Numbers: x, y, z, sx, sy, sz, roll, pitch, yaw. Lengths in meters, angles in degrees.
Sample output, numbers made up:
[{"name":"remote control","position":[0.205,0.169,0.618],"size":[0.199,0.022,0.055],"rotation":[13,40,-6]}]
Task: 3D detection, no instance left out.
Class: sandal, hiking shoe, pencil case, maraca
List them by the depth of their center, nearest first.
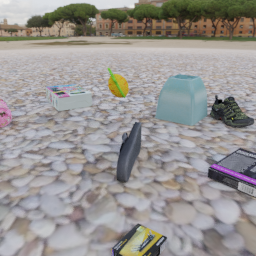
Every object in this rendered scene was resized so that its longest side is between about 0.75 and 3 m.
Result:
[{"name":"sandal","position":[-0.023,0.531,8.214],"size":[0.585,1.039,2.733],"rotation":[6,21,11]},{"name":"maraca","position":[-0.402,-1.609,10.092],"size":[0.712,1.330,0.912],"rotation":[-31,50,3]},{"name":"hiking shoe","position":[4.244,-0.723,11.539],"size":[0.800,1.064,2.114],"rotation":[-12,24,-29]},{"name":"pencil case","position":[-5.488,-0.704,11.782],"size":[0.891,0.931,2.153],"rotation":[21,7,-34]}]

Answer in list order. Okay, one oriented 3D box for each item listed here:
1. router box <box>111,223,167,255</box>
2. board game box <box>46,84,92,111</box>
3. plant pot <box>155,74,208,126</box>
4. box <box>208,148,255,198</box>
[{"name":"router box","position":[0.216,2.152,5.053],"size":[0.669,0.222,0.850],"rotation":[14,25,33]},{"name":"board game box","position":[-3.093,-1.623,14.433],"size":[1.730,0.754,2.345],"rotation":[-11,22,-28]},{"name":"plant pot","position":[2.375,-1.337,12.120],"size":[1.792,1.825,1.787],"rotation":[13,25,33]},{"name":"box","position":[3.259,1.134,7.634],"size":[1.893,0.342,1.353],"rotation":[-20,29,-40]}]
